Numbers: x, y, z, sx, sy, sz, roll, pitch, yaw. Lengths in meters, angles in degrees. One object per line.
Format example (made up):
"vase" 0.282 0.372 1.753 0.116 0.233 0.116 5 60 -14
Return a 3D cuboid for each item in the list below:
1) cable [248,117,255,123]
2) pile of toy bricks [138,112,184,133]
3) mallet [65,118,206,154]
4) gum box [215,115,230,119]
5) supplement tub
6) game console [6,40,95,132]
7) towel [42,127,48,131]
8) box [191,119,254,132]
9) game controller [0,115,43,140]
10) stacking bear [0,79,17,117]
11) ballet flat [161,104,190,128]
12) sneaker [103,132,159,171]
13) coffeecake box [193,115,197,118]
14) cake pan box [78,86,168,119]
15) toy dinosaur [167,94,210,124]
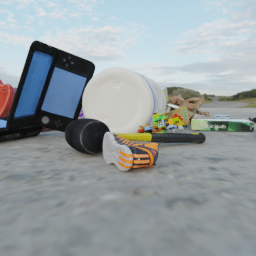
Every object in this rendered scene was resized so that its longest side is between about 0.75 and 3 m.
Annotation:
"cable" 5.505 -0.328 11.554 1.112 0.282 0.907 4 7 35
"pile of toy bricks" 0.601 -0.105 5.558 0.905 0.447 0.502 -19 -22 32
"mallet" 0.211 0.163 5.284 2.836 0.584 0.934 2 2 -35
"gum box" 4.996 -0.575 14.870 0.691 0.181 0.814 1 5 13
"supplement tub" 0.033 -0.630 7.285 1.670 1.670 2.532 1 6 14
"game console" -1.645 -0.780 6.322 1.690 1.921 1.118 16 12 -28
"towel" -3.456 -0.104 9.064 2.773 0.315 1.997 1 7 30
"box" 2.891 -0.105 8.812 1.767 0.321 1.275 0 5 12
"game controller" -3.095 0.017 6.232 1.346 0.544 2.581 2 6 19
"stacking bear" -4.189 -0.921 11.705 1.672 1.566 2.754 27 10 37
"ballet flat" 1.387 -0.493 10.418 0.880 0.808 2.563 -3 6 -30
"sneaker" 0.047 0.333 3.873 0.609 0.421 1.086 2 14 -24
"coffeecake box" 2.565 -0.427 12.562 0.803 0.293 0.616 -3 6 -34
"cake pan box" -0.246 -0.889 10.298 2.740 0.717 2.523 8 28 32
"toy dinosaur" 2.205 -0.616 11.123 1.734 1.098 2.559 -9 17 24
